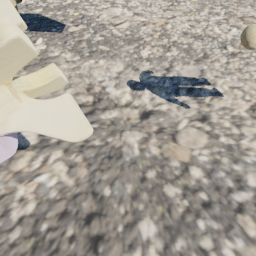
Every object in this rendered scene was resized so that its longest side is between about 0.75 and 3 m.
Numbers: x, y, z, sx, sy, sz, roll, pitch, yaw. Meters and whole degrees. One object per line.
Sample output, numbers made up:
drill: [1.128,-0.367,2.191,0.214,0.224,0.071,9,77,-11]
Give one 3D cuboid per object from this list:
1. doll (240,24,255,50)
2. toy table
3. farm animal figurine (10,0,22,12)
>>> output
doll: [3.304,-1.607,5.413,2.368,1.616,0.574,5,10,-11]
toy table: [-1.677,-0.530,3.710,1.471,2.309,2.512,-33,11,-2]
farm animal figurine: [-2.937,-2.970,5.097,2.770,1.393,2.236,9,41,22]
